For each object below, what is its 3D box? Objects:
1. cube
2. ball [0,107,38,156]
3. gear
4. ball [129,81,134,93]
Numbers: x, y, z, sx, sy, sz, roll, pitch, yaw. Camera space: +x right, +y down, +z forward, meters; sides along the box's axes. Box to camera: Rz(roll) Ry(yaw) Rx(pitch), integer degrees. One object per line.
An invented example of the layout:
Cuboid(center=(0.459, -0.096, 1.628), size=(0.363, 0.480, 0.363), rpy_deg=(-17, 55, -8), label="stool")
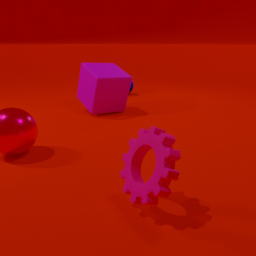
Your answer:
Cuboid(center=(-0.809, -1.333, 9.252), size=(1.258, 1.258, 1.258), rpy_deg=(-7, 36, -32), label="cube")
Cuboid(center=(-2.465, 0.075, 5.995), size=(1.028, 1.028, 1.028), rpy_deg=(0, 18, 0), label="ball")
Cuboid(center=(0.289, 0.545, 4.063), size=(0.204, 1.104, 1.104), rpy_deg=(17, 7, -32), label="gear")
Cuboid(center=(-0.145, -1.854, 12.185), size=(0.776, 0.776, 0.776), rpy_deg=(0, 18, 0), label="ball")
